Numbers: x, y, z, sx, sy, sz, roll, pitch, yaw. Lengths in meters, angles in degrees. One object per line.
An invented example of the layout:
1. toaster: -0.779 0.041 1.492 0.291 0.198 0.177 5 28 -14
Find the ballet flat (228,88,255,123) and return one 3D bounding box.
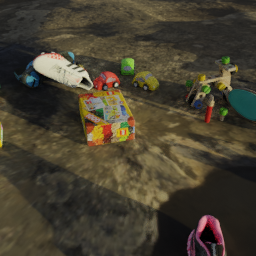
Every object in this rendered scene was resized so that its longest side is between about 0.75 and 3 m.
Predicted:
1. ballet flat: 4.373 -0.471 8.734 0.891 0.902 2.651 -5 36 -44

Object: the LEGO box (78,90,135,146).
1. LEGO box: -0.695 -0.362 8.512 1.386 0.718 1.861 -9 37 -12

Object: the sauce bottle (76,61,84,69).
1. sauce bottle: -2.027 -2.543 11.856 0.330 0.330 1.019 -10 37 -13

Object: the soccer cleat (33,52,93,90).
1. soccer cleat: -2.185 -1.919 9.830 1.044 0.841 2.450 51 20 26

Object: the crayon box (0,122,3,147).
1. crayon box: -4.062 0.248 8.054 0.813 0.275 0.942 -12 38 -16

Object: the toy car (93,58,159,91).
1. toy car: -0.058 -2.279 11.276 2.550 0.569 2.400 1 36 1

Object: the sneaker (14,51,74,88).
1. sneaker: -3.324 -2.563 11.329 1.078 0.964 2.633 25 43 30

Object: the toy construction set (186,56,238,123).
1. toy construction set: 2.813 -1.394 9.171 1.766 1.627 2.117 7 37 9

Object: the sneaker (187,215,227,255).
1. sneaker: 1.355 2.346 4.613 0.796 0.960 2.014 4 38 3
